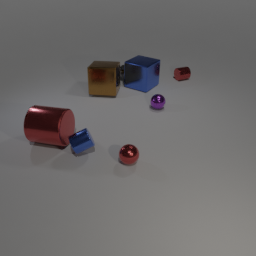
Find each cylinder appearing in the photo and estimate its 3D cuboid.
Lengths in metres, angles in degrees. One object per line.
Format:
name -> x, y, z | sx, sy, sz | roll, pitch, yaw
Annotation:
cylinder -> -1.628, 0.453, 9.855 | 0.700, 0.700, 0.700 | -26, 35, -1
cylinder -> -2.886, -0.092, 10.425 | 1.400, 1.400, 1.400 | 7, 33, 12
cylinder -> 3.062, -3.077, 15.810 | 0.700, 0.700, 0.700 | -13, 34, -19

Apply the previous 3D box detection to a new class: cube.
cube -> -1.180, -2.536, 14.173 | 1.400, 1.400, 1.400 | 4, 27, 7
cube -> 0.752, -2.907, 14.870 | 1.400, 1.400, 1.400 | 20, 37, 28

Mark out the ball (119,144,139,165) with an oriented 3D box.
ball -> 0.035, 0.894, 9.522 | 0.700, 0.700, 0.700 | 0, 32, 0

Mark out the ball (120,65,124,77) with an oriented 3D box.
ball -> -0.168, -3.177, 15.567 | 0.700, 0.700, 0.700 | 0, 32, 0

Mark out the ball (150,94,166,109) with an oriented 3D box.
ball -> 1.378, -1.211, 12.868 | 0.700, 0.700, 0.700 | 0, 32, 0
